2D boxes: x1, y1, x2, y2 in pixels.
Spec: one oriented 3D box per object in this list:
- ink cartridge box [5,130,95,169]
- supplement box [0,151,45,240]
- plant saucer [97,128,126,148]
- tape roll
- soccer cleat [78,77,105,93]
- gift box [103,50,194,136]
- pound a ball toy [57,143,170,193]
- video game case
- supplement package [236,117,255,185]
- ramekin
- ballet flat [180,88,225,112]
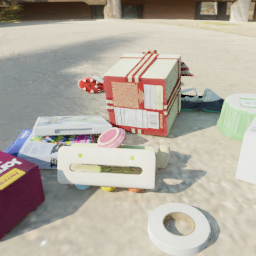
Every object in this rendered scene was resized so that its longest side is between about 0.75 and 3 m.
[{"bbox_3d":[-2.587,0.634,8.886,2.852,0.599,1.702,-1,27,1],"label":"ink cartridge box"},{"bbox_3d":[-3.398,1.392,6.672,2.292,1.183,1.501,14,30,25],"label":"supplement box"},{"bbox_3d":[-0.468,0.283,7.422,0.864,0.219,0.864,-24,31,16],"label":"plant saucer"},{"bbox_3d":[1.108,2.184,6.155,1.353,0.247,1.353,0,26,0],"label":"tape roll"},{"bbox_3d":[-1.432,-2.252,14.396,2.302,0.790,0.981,-6,18,-17],"label":"soccer cleat"},{"bbox_3d":[0.895,-1.288,10.585,2.833,2.614,2.645,10,36,16],"label":"gift box"},{"bbox_3d":[-0.249,1.066,7.680,2.848,1.210,1.857,3,2,5],"label":"pound a ball toy"},{"bbox_3d":[-1.936,-0.130,9.684,2.384,0.288,2.615,-2,9,-14],"label":"video game case"},{"bbox_3d":[4.154,0.576,7.909,1.486,1.497,1.973,17,31,30],"label":"supplement package"},{"bbox_3d":[4.532,-0.430,10.310,2.288,1.118,2.288,0,27,0],"label":"ramekin"},{"bbox_3d":[3.047,-1.220,12.028,2.904,1.061,1.061,2,27,3],"label":"ballet flat"}]
